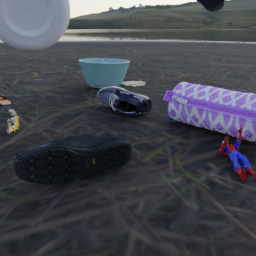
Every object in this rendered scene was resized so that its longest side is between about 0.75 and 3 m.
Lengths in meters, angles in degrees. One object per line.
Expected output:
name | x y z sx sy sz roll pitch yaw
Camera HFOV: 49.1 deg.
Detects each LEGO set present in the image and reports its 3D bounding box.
LEGO set | -3.294 -0.091 7.848 0.325 0.402 0.875 -15 49 6

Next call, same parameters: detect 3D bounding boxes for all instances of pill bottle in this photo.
pill bottle | -2.282 -2.934 6.246 1.628 1.628 2.895 -7 36 -17

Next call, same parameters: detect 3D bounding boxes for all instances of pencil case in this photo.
pencil case | 2.438 -0.510 7.509 2.999 1.259 1.282 17 -6 41

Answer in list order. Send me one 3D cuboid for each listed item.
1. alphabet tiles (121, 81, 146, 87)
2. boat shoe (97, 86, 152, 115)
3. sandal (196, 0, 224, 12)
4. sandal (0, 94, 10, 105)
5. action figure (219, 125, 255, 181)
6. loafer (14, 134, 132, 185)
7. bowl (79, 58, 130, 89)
alphabet tiles | 0.267 -2.169 13.606 1.109 0.081 1.084 -10 23 -26
boat shoe | -0.336 -0.920 9.286 2.101 0.785 0.975 13 17 28
sandal | 2.501 -4.631 9.433 0.802 0.451 2.109 -29 52 -8
sandal | -4.719 -1.111 10.519 1.035 0.296 0.396 18 27 39
action figure | 2.318 0.437 5.931 0.486 0.737 1.489 0 18 -2
loafer | -1.042 0.551 5.541 2.359 0.801 0.828 -7 19 -32
bowl | -1.071 -2.502 12.828 2.289 1.197 2.289 1 18 0
